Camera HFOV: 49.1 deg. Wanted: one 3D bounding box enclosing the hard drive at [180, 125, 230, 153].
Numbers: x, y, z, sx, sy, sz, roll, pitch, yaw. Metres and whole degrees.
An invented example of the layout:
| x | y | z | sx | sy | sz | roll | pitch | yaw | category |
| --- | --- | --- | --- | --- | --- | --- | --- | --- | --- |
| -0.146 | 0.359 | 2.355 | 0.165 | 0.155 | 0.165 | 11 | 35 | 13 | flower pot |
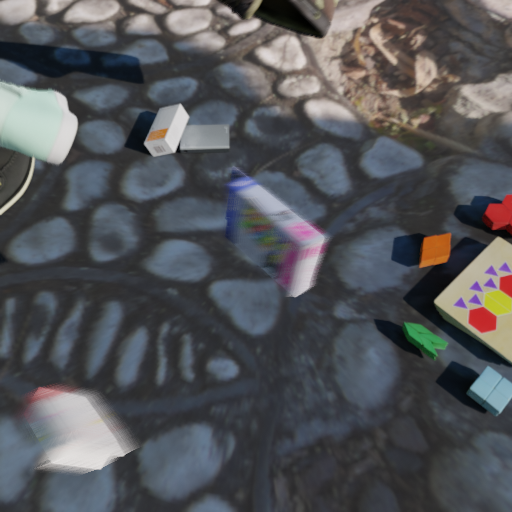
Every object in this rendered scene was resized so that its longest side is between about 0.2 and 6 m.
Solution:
| x | y | z | sx | sy | sz | roll | pitch | yaw | category |
| --- | --- | --- | --- | --- | --- | --- | --- | --- | --- |
| -0.997 | -2.298 | 10.999 | 0.956 | 0.157 | 0.667 | -1 | 55 | -1 | hard drive |

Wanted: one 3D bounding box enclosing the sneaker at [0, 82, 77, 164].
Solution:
| x | y | z | sx | sy | sz | roll | pitch | yaw | category |
| --- | --- | --- | --- | --- | --- | --- | --- | --- | --- |
| -2.778 | -1.650 | 6.104 | 2.127 | 1.255 | 0.783 | 31 | 98 | 57 | sneaker |

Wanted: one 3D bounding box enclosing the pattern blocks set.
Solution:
| x | y | z | sx | sy | sz | roll | pitch | yaw | category |
| --- | --- | --- | --- | --- | --- | --- | --- | --- | --- |
| 3.971 | 0.673 | 8.850 | 3.557 | 0.288 | 3.127 | -31 | 61 | -19 | pattern blocks set |

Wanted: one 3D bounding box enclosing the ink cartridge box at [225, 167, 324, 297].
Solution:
| x | y | z | sx | sy | sz | roll | pitch | yaw | category |
| --- | --- | --- | --- | --- | --- | --- | --- | --- | --- |
| 0.073 | -0.244 | 5.469 | 0.261 | 0.741 | 1.242 | -29 | 58 | -31 | ink cartridge box |

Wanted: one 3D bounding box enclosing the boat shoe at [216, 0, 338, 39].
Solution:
| x | y | z | sx | sy | sz | roll | pitch | yaw | category |
| --- | --- | --- | --- | --- | --- | --- | --- | --- | --- |
| -0.059 | -4.144 | 8.598 | 2.925 | 1.071 | 0.948 | 9 | 80 | -16 | boat shoe |

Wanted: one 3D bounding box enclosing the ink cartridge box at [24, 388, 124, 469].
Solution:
| x | y | z | sx | sy | sz | roll | pitch | yaw | category |
| --- | --- | --- | --- | --- | --- | --- | --- | --- | --- |
| -1.682 | 1.636 | 5.154 | 0.949 | 0.553 | 0.320 | 30 | 90 | 45 | ink cartridge box |

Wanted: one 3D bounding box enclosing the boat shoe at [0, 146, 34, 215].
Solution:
| x | y | z | sx | sy | sz | roll | pitch | yaw | category |
| --- | --- | --- | --- | --- | --- | --- | --- | --- | --- |
| -4.948 | -1.215 | 9.773 | 1.162 | 0.995 | 3.176 | 14 | 55 | 11 | boat shoe |

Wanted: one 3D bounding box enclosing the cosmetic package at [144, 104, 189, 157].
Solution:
| x | y | z | sx | sy | sz | roll | pitch | yaw | category |
| --- | --- | --- | --- | --- | --- | --- | --- | --- | --- |
| -1.732 | -2.441 | 10.871 | 0.519 | 0.365 | 1.023 | -6 | 51 | 26 | cosmetic package |
